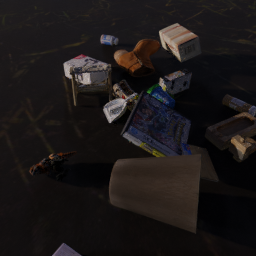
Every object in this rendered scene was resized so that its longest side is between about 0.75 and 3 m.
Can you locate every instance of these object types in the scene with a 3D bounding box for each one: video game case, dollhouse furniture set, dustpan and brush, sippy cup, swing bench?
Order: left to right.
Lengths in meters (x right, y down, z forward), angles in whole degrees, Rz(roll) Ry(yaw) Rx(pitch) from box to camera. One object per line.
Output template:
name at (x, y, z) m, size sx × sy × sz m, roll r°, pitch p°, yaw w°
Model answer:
swing bench at (-1.659, -2.141, 12.978) m, size 1.811 × 1.820 × 1.181 m, roll -4°, pitch 40°, yaw -4°
dustpan and brush at (-0.286, -1.028, 12.341) m, size 1.659 × 0.475 × 1.158 m, roll -25°, pitch 44°, yaw -3°
video game case at (1.222, -0.035, 10.784) m, size 2.453 × 0.346 × 2.714 m, roll 31°, pitch 43°, yaw -5°
sippy cup at (1.440, -1.163, 12.455) m, size 1.113 × 1.193 × 1.519 m, roll 39°, pitch 79°, yaw 24°
dollhouse furniture set at (5.013, -0.173, 10.190) m, size 2.780 × 2.382 × 2.923 m, roll -20°, pitch 44°, yaw -22°

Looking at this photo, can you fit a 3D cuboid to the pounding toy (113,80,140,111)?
pounding toy at (0.023, -1.677, 13.007) m, size 1.877 × 1.073 × 1.076 m, roll 30°, pitch 49°, yaw 31°

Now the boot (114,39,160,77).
boot at (0.932, -3.832, 15.658) m, size 2.988 × 1.101 × 2.312 m, roll -24°, pitch 46°, yaw -14°

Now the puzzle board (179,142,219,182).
puzzle board at (2.496, 1.202, 10.013) m, size 1.187 × 0.137 × 1.575 m, roll 14°, pitch 37°, yaw -17°

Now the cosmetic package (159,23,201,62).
cosmetic package at (2.933, -4.926, 16.015) m, size 1.315 × 1.110 × 2.544 m, roll -27°, pitch 39°, yaw -4°

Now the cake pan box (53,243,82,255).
cake pan box at (-1.350, 4.154, 6.471) m, size 2.246 × 0.588 × 2.069 m, roll 24°, pitch 48°, yaw 26°

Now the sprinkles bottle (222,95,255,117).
sprinkles bottle at (5.033, -1.002, 12.640) m, size 0.509 × 0.509 × 1.491 m, roll -31°, pitch 49°, yaw -32°

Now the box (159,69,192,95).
box at (2.300, -2.193, 13.726) m, size 1.649 × 0.962 × 0.496 m, roll -23°, pitch 47°, yaw -27°

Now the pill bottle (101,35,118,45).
pill bottle at (-1.184, -5.681, 18.153) m, size 1.043 × 0.585 × 0.585 m, roll 14°, pitch 42°, yaw 14°

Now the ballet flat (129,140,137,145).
ballet flat at (0.712, 0.508, 10.955) m, size 1.435 × 0.516 × 0.516 m, roll 6°, pitch 40°, yaw 5°

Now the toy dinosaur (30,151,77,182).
toy dinosaur at (-2.594, 1.209, 9.873) m, size 1.653 × 0.845 × 1.122 m, roll -46°, pitch 38°, yaw -15°

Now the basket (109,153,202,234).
basket at (0.846, 1.791, 8.411) m, size 2.522 × 1.715 × 2.274 m, roll 3°, pitch 76°, yaw 15°

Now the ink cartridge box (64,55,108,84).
ink cartridge box at (-2.189, -3.057, 14.840) m, size 1.945 × 0.820 × 1.408 m, roll 26°, pitch 47°, yaw 28°
